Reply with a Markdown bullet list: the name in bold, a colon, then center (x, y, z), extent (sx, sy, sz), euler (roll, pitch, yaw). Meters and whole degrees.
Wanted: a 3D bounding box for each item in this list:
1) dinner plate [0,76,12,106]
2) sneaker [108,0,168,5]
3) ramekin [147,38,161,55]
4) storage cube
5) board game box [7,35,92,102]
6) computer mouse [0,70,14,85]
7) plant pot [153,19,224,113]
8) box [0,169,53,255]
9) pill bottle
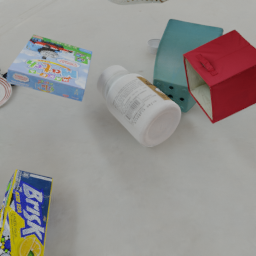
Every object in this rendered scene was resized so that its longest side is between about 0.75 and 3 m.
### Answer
- **dinner plate**: center (-5.390, -1.345, 10.742), extent (1.779, 0.216, 1.779), euler (5, 54, -7)
- **sneaker**: center (0.646, -5.100, 10.200), extent (2.985, 1.087, 1.264), euler (-18, 33, -25)
- **ramekin**: center (1.287, -3.776, 13.059), extent (0.838, 0.440, 0.838), euler (0, 47, 0)
- **storage cube**: center (2.212, -1.166, 6.475), extent (1.352, 1.504, 1.286), euler (-26, 51, 1)
- **board game box**: center (-2.266, -1.961, 8.749), extent (2.090, 0.506, 2.763), euler (14, 36, -12)
- **computer mouse**: center (-5.198, -2.144, 11.663), extent (1.895, 0.323, 0.556), euler (25, 69, 28)
- **plant pot**: center (2.026, -2.190, 10.554), extent (2.106, 2.107, 2.981), euler (17, 57, 15)
- **box**: center (-2.520, 2.506, 6.502), extent (1.041, 0.955, 2.971), euler (20, 41, -25)
- **pill bottle**: center (0.237, -0.868, 9.452), extent (1.673, 1.673, 2.926), euler (-27, 52, -23)
